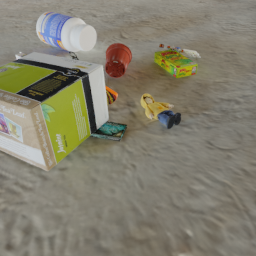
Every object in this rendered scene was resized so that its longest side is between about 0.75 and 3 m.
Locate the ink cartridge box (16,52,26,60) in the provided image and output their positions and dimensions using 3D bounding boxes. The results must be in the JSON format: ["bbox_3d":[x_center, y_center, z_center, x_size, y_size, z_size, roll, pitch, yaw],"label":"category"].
[{"bbox_3d":[-4.426,-2.821,11.916,1.012,0.583,0.343,28,45,33],"label":"ink cartridge box"}]

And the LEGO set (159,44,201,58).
[{"bbox_3d":[2.373,-3.603,12.718,1.783,0.438,1.332,17,10,22],"label":"LEGO set"}]

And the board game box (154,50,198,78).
[{"bbox_3d":[2.000,-2.793,11.985,0.967,0.453,1.903,-15,39,-19],"label":"board game box"}]

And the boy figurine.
[{"bbox_3d":[0.995,-0.596,8.940,0.991,0.514,1.595,-23,44,-24],"label":"boy figurine"}]

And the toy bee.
[{"bbox_3d":[-1.388,-1.391,9.420,2.045,1.112,1.339,49,20,10],"label":"toy bee"}]

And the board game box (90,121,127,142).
[{"bbox_3d":[-0.625,0.060,8.328,1.050,0.148,0.710,9,37,13],"label":"board game box"}]

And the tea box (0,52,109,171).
[{"bbox_3d":[-2.442,-0.663,7.761,2.755,1.841,2.710,17,39,28],"label":"tea box"}]

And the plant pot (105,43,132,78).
[{"bbox_3d":[-0.440,-2.680,11.390,1.128,1.128,1.097,3,44,5],"label":"plant pot"}]

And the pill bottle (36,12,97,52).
[{"bbox_3d":[-2.931,-4.574,13.488,2.810,1.575,1.575,25,43,30],"label":"pill bottle"}]
